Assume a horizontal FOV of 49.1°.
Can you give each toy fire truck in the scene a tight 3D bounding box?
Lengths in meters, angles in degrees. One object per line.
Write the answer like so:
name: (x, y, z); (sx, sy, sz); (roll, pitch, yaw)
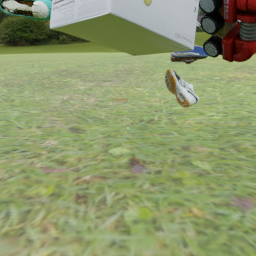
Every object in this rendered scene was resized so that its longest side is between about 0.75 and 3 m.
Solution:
toy fire truck: (2.964, -2.454, 6.339); (1.416, 1.937, 2.201); (-43, 51, -16)

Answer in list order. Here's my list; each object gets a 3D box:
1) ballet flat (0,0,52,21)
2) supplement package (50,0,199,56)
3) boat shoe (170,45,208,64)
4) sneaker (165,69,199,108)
ballet flat: (-2.449, -2.941, 6.921); (1.525, 0.514, 0.537); (3, 25, -10)
supplement package: (-0.006, -2.310, 5.405); (2.285, 1.267, 1.780); (3, 5, -45)
boat shoe: (2.437, -2.895, 11.182); (1.662, 0.602, 0.601); (-1, 53, -16)
sneaker: (1.064, -0.797, 5.545); (0.395, 0.341, 0.902); (-16, 67, -25)
